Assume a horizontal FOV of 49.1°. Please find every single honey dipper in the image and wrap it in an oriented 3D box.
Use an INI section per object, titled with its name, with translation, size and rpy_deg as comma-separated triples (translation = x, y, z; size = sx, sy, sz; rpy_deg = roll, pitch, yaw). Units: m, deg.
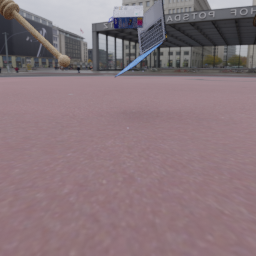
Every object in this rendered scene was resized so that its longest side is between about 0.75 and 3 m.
[honey dipper]
translation = -2.333, -2.388, 6.840
size = 2.508, 0.476, 0.476
rpy_deg = 42, 20, 3

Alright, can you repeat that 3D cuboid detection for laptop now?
[laptop]
translation = 0.347, -3.353, 10.731
size = 1.405, 2.425, 2.270
rpy_deg = -7, 2, -21

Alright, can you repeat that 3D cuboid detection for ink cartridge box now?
[ink cartridge box]
translation = -0.064, -3.154, 7.960
size = 0.996, 0.380, 0.680
rpy_deg = 1, 48, 1

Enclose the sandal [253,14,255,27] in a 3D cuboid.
[sandal]
translation = 2.526, -2.204, 5.053
size = 0.347, 0.848, 0.231
rpy_deg = -16, 49, -24
